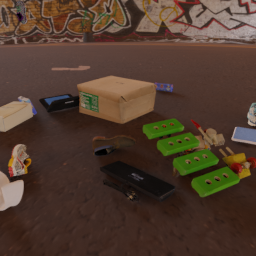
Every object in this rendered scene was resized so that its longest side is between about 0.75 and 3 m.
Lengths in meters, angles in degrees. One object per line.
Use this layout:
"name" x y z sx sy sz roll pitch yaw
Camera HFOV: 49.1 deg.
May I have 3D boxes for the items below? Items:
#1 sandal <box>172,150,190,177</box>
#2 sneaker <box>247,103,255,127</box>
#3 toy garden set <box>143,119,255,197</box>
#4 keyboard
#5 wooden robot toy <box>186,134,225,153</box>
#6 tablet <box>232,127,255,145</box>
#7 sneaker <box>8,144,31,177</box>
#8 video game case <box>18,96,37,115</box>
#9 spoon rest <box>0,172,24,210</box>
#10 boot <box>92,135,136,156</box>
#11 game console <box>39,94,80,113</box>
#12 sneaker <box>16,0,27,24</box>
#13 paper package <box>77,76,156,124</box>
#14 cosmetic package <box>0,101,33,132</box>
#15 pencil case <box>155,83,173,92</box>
"sandal" 1.677 0.954 8.501 0.453 0.677 1.658 15 24 10
"sneaker" 5.555 -0.590 12.104 0.705 0.784 1.817 4 22 9
"toy garden set" 2.133 0.737 8.358 2.373 0.568 2.846 -12 42 -28
"keyboard" 0.065 1.500 7.726 2.252 0.232 1.431 18 22 40
"wooden robot toy" 2.362 0.734 9.339 1.848 0.814 0.839 -4 58 -11
"tablet" 5.102 0.394 10.538 2.162 0.148 1.407 11 24 23
"sneaker" -3.276 1.003 8.639 0.587 0.556 1.429 0 31 -12
"video game case" -4.748 -1.057 13.217 0.751 0.828 0.188 16 50 36
"spoon rest" -3.443 1.547 7.123 2.500 0.758 1.242 2 11 44
"boot" -0.488 0.667 9.562 1.509 0.564 0.731 -1 38 3
"game console" -3.262 -1.474 13.850 1.778 1.035 1.563 -17 -13 -35
"sneaker" -3.399 -3.700 8.845 0.281 0.756 0.331 -14 1 11
"paper package" -0.553 -1.440 13.333 2.789 1.443 2.658 17 28 34
"cosmetic package" -5.113 -0.535 12.103 0.993 0.701 1.918 6 24 14
"pencil case" 2.178 -2.508 17.249 1.236 0.482 0.537 12 -4 28
